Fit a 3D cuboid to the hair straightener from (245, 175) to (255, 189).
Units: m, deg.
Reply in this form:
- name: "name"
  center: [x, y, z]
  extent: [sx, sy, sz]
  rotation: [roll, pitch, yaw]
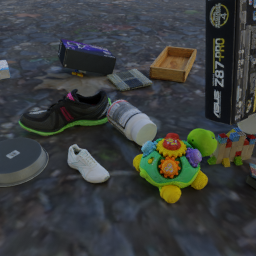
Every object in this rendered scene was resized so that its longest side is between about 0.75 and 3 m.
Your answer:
- name: "hair straightener"
  center: [2.870, 1.407, 5.733]
  extent: [0.469, 0.250, 1.220]
  rotation: [-10, 39, -25]

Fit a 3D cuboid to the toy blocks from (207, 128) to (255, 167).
- name: "toy blocks"
  center: [2.529, 0.389, 6.707]
  extent: [1.224, 0.837, 0.612]
  rotation: [-6, 34, -10]

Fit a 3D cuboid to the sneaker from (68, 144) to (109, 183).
- name: "sneaker"
  center: [-0.949, 0.813, 6.374]
  extent: [1.277, 0.512, 0.449]
  rotation: [26, 39, 32]

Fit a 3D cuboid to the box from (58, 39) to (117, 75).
- name: "box"
  center: [-1.664, -2.840, 11.234]
  extent: [2.016, 0.795, 1.423]
  rotation: [5, 31, -26]

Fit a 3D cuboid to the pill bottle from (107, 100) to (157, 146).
- name: "pill bottle"
  center: [0.098, -0.149, 7.576]
  extent: [0.794, 0.794, 1.394]
  rotation: [-20, 39, -28]

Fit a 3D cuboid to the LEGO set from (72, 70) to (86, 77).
- name: "LEGO set"
  center: [-2.056, -2.312, 11.246]
  extent: [0.408, 0.379, 0.994]
  rotation: [2, 29, -29]

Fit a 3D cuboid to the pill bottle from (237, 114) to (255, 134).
- name: "pill bottle"
  center: [3.596, -0.563, 8.021]
  extent: [1.000, 1.000, 1.671]
  rotation: [13, 35, 19]

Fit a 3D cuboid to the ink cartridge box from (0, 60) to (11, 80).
- name: "ink cartridge box"
  center: [-5.172, -2.342, 11.295]
  extent: [0.681, 0.398, 1.175]
  rotation: [-14, 36, -21]

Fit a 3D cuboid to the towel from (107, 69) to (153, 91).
- name: "towel"
  center: [0.038, -1.821, 10.725]
  extent: [1.345, 0.241, 1.397]
  rotation: [-17, 39, -19]

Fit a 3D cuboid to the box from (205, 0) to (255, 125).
- name: "box"
  center: [2.445, -1.732, 5.355]
  extent: [2.307, 2.863, 0.703]
  rotation: [-20, 24, -31]

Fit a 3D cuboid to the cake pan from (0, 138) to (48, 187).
- name: "cake pan"
  center: [-2.735, 0.736, 6.680]
  extent: [1.594, 0.292, 1.594]
  rotation: [0, 33, 0]

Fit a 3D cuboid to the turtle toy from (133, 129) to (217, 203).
- name: "turtle toy"
  center: [1.106, 0.637, 6.167]
  extent: [1.988, 1.005, 1.449]
  rotation: [-18, 37, -26]

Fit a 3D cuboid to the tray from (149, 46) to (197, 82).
- name: "tray"
  center: [1.973, -2.753, 11.840]
  extent: [1.395, 0.524, 2.828]
  rotation: [11, 34, 17]

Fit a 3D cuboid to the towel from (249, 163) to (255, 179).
- name: "towel"
  center: [3.075, 1.064, 6.066]
  extent: [0.869, 0.094, 0.637]
  rotation: [22, 23, 9]

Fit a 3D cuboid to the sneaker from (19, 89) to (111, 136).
- name: "sneaker"
  center: [-1.738, -0.546, 7.898]
  extent: [2.619, 1.097, 1.005]
  rotation: [-14, 36, -21]
